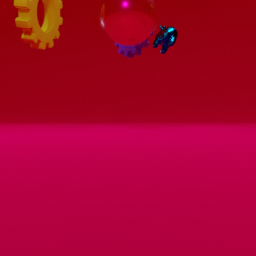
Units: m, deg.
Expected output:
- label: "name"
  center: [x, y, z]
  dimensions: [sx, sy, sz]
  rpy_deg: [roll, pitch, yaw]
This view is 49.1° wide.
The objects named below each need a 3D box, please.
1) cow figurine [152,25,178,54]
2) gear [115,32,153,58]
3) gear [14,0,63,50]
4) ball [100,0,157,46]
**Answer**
- label: "cow figurine"
  center: [1.646, -3.922, 11.905]
  dimensions: [0.859, 1.539, 1.564]
  rpy_deg: [32, -22, -14]
- label: "gear"
  center: [0.168, -3.066, 9.036]
  dimensions: [0.284, 1.537, 1.537]
  rpy_deg: [6, -3, -41]
- label: "gear"
  center: [-2.613, -3.459, 8.410]
  dimensions: [0.382, 2.066, 2.066]
  rpy_deg: [10, 3, 12]
- label: "ball"
  center: [0.020, -2.703, 6.770]
  dimensions: [1.367, 1.367, 1.367]
  rpy_deg: [0, 1, 0]
